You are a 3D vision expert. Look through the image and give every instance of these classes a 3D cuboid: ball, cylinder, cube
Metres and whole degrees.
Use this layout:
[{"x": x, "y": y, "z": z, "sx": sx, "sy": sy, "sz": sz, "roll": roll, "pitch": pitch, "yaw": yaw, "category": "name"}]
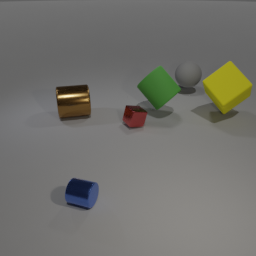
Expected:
[{"x": 3.206, "y": -2.842, "z": 14.895, "sx": 1.400, "sy": 1.400, "sz": 1.400, "roll": 0, "pitch": 28, "yaw": 0, "category": "ball"}, {"x": -1.252, "y": 1.770, "z": 7.671, "sx": 0.700, "sy": 0.700, "sz": 0.700, "roll": 9, "pitch": 29, "yaw": 16, "category": "cylinder"}, {"x": -2.422, "y": -1.186, "z": 12.449, "sx": 1.400, "sy": 1.400, "sz": 1.400, "roll": -6, "pitch": 29, "yaw": -12, "category": "cylinder"}, {"x": 4.205, "y": -1.675, "z": 11.905, "sx": 1.400, "sy": 1.400, "sz": 1.400, "roll": -37, "pitch": 68, "yaw": 9, "category": "cube"}, {"x": 0.282, "y": -0.496, "z": 11.745, "sx": 0.700, "sy": 0.700, "sz": 0.700, "roll": -1, "pitch": 27, "yaw": -32, "category": "cube"}, {"x": 1.356, "y": -1.755, "z": 12.308, "sx": 1.400, "sy": 1.400, "sz": 1.400, "roll": 49, "pitch": 39, "yaw": 0, "category": "cylinder"}]
